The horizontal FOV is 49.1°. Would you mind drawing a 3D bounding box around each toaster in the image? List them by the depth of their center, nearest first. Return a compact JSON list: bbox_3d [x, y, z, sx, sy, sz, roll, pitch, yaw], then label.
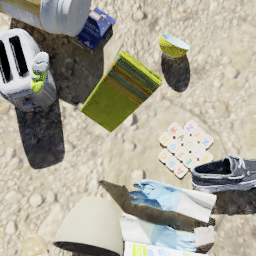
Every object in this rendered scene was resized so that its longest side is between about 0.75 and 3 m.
[{"bbox_3d":[-3.537,-2.008,9.396,1.626,1.848,2.861,-16,84,-2],"label":"toaster"}]

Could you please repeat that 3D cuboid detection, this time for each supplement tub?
[{"bbox_3d":[-2.944,-4.512,9.428,2.997,2.168,2.168,23,85,5],"label":"supplement tub"}]

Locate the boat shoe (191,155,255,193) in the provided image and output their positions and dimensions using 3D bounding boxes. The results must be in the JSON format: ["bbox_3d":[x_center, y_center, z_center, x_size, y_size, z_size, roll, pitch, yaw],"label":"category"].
[{"bbox_3d":[3.511,1.383,9.352,2.836,1.017,0.961,-9,124,3],"label":"boat shoe"}]

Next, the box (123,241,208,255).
[{"bbox_3d":[1.199,4.822,8.748,2.924,1.645,1.482,9,93,1],"label":"box"}]

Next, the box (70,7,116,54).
[{"bbox_3d":[-1.293,-3.670,10.366,0.982,0.263,1.621,34,84,4],"label":"box"}]

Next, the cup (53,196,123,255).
[{"bbox_3d":[-1.125,3.116,8.945,2.162,2.162,1.546,9,57,1],"label":"cup"}]

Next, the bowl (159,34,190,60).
[{"bbox_3d":[1.549,-2.827,10.001,1.147,1.147,0.617,28,121,3],"label":"bowl"}]

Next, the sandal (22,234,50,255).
[{"bbox_3d":[-2.637,4.814,9.179,1.023,0.918,2.791,-39,86,-4],"label":"sandal"}]

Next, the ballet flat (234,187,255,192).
[{"bbox_3d":[4.297,1.950,9.714,1.280,0.475,0.475,-11,84,-1],"label":"ballet flat"}]

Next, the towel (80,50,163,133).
[{"bbox_3d":[-0.306,-0.827,7.474,1.221,2.836,0.256,37,52,-9],"label":"towel"}]

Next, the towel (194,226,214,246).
[{"bbox_3d":[2.599,3.643,9.485,0.873,0.150,0.578,2,83,-33],"label":"towel"}]

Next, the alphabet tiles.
[{"bbox_3d":[2.069,0.731,9.983,1.904,0.139,1.862,43,86,3],"label":"alphabet tiles"}]

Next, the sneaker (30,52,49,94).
[{"bbox_3d":[-2.237,-1.435,7.170,0.409,0.567,1.080,20,109,-9],"label":"sneaker"}]

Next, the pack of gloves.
[{"bbox_3d":[1.236,3.075,9.243,2.863,0.565,2.405,14,100,1],"label":"pack of gloves"}]
